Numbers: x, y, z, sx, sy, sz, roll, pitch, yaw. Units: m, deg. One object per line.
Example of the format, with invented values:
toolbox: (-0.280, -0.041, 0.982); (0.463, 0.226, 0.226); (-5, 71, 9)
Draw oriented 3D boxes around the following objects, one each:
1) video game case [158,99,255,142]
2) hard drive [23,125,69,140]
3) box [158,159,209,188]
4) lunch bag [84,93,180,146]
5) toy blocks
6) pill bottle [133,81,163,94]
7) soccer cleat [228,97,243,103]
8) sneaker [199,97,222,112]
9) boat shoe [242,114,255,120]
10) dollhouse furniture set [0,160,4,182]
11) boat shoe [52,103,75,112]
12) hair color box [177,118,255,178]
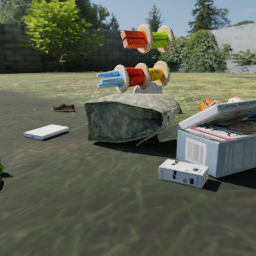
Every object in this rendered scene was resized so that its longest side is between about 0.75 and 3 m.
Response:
video game case: (2.577, -0.213, 8.388); (2.440, 0.296, 2.681); (-9, -14, -30)
hard drive: (-2.829, 0.139, 9.771); (0.857, 0.165, 1.299); (8, 16, 28)
box: (1.222, 0.986, 6.178); (0.976, 0.293, 0.569); (8, 16, 29)
lunch bag: (0.286, -0.350, 8.986); (2.591, 1.523, 2.125); (1, 13, 23)
toy blocks: (0.214, -2.430, 9.867); (2.765, 2.304, 1.004); (-13, 28, -31)
pill bottle: (1.129, -1.898, 15.136); (1.503, 1.503, 2.701); (2, 12, 8)
soccer cleat: (5.611, -1.213, 14.333); (0.720, 0.580, 1.691); (-1, 18, -21)
sneaker: (3.943, -0.903, 13.127); (0.865, 0.819, 2.243); (24, 11, -10)
boat shoe: (5.302, -0.710, 11.779); (1.026, 0.878, 2.803); (-14, 19, -39)
dollhouse furniture set: (-3.091, 0.916, 5.982); (0.685, 0.525, 1.045); (-4, 15, -15)
boat shoe: (-3.228, -1.054, 13.948); (1.176, 0.423, 0.424); (2, 14, 9)
hair color box: (2.844, 0.403, 7.293); (2.867, 0.869, 1.419); (-7, 16, -28)
